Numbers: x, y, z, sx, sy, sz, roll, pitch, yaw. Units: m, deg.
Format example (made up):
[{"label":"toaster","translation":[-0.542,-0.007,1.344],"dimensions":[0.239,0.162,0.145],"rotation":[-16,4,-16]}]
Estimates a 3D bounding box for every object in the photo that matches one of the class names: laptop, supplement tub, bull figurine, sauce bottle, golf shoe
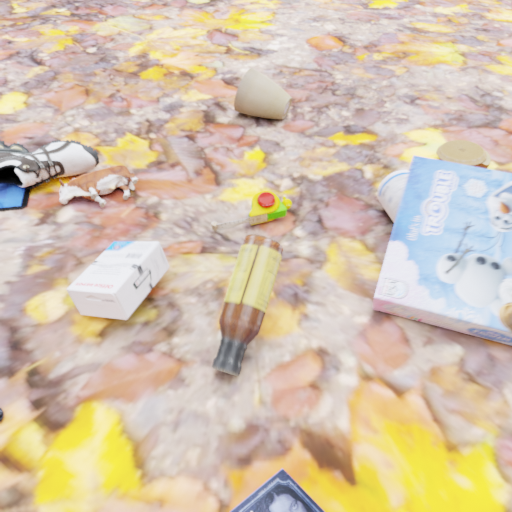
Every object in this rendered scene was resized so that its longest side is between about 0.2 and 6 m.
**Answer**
[{"label":"laptop","translation":[-6.072,-2.014,11.502],"dimensions":[1.327,2.569,2.277],"rotation":[-35,39,15]},{"label":"supplement tub","translation":[2.931,-0.930,10.589],"dimensions":[0.887,0.887,1.344],"rotation":[-9,43,-10]},{"label":"bull figurine","translation":[-3.218,-1.422,11.463],"dimensions":[1.602,0.522,0.973],"rotation":[-29,51,-28]},{"label":"sauce bottle","translation":[-0.169,0.713,8.242],"dimensions":[0.673,0.673,2.038],"rotation":[15,76,17]},{"label":"golf shoe","translation":[-4.456,-1.797,11.695],"dimensions":[2.308,0.897,1.091],"rotation":[-4,50,-4]}]

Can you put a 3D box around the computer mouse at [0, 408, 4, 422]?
[{"label":"computer mouse","translation":[-4.404,2.126,7.524],"dimensions":[1.984,0.338,0.582],"rotation":[7,16,2]}]

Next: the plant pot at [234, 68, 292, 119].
[{"label":"plant pot","translation":[0.233,-3.936,14.076],"dimensions":[1.221,1.144,1.144],"rotation":[26,46,9]}]

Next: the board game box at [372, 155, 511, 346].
[{"label":"board game box","translation":[3.594,-0.112,9.034],"dimensions":[2.797,0.610,2.811],"rotation":[13,67,16]}]

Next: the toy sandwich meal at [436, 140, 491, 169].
[{"label":"toy sandwich meal","translation":[4.596,-2.186,12.478],"dimensions":[1.179,0.404,1.179],"rotation":[-3,39,2]}]

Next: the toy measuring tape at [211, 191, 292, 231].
[{"label":"toy measuring tape","translation":[-0.113,-0.903,10.816],"dimensions":[1.628,0.599,0.599],"rotation":[-13,42,-8]}]

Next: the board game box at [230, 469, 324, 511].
[{"label":"board game box","translation":[-0.130,3.689,5.494],"dimensions":[2.785,0.482,1.887],"rotation":[-30,48,-30]}]

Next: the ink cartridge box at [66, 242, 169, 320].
[{"label":"ink cartridge box","translation":[-2.188,0.362,8.994],"dimensions":[0.986,0.570,1.351],"rotation":[2,37,27]}]
